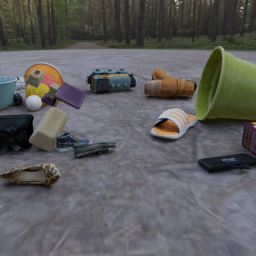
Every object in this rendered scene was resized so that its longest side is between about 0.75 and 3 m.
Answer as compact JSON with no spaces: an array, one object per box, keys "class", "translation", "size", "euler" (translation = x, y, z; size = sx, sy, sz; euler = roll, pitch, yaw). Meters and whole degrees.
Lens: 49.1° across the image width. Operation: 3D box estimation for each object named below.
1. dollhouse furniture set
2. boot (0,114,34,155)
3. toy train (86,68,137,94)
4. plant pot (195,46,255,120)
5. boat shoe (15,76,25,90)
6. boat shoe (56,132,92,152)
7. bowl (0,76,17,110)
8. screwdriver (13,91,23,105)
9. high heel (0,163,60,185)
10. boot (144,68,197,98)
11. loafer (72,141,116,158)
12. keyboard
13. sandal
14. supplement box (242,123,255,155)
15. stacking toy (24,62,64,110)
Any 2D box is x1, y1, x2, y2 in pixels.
[{"class":"dollhouse furniture set","translation":[-2.409,-0.221,7.659],"size":[1.655,1.482,2.088],"euler":[27,47,-10]},{"class":"boot","translation":[-3.521,-0.105,7.411],"size":[1.988,0.898,2.426],"euler":[-6,27,-11]},{"class":"toy train","translation":[-0.773,-2.274,13.677],"size":[2.483,1.058,1.415],"euler":[-6,32,-22]},{"class":"plant pot","translation":[3.595,-1.192,8.976],"size":[2.180,2.371,2.371],"euler":[12,19,-2]},{"class":"boat shoe","translation":[-5.480,-2.332,14.246],"size":[0.694,0.630,1.886],"euler":[12,22,30]},{"class":"boat shoe","translation":[-1.331,0.309,6.939],"size":[0.905,0.411,0.320],"euler":[-10,22,-27]},{"class":"bowl","translation":[-5.199,-1.281,10.544],"size":[2.034,1.064,2.034],"euler":[1,19,0]},{"class":"screwdriver","translation":[-4.883,-1.420,12.067],"size":[0.409,0.392,2.813],"euler":[-40,31,-13]},{"class":"high heel","translation":[-1.808,0.899,5.127],"size":[0.844,0.423,1.185],"euler":[-8,3,-39]},{"class":"boot","translation":[2.096,-2.119,12.921],"size":[2.165,1.069,2.789],"euler":[5,21,16]},{"class":"loafer","translation":[-0.785,0.514,6.645],"size":[1.043,0.328,0.375],"euler":[-3,-12,-20]},{"class":"keyboard","translation":[2.230,0.772,6.020],"size":[1.259,0.162,0.756],"euler":[-6,14,-16]},{"class":"sandal","translation":[1.401,-0.285,8.267],"size":[0.887,0.663,2.314],"euler":[11,22,30]},{"class":"supplement box","translation":[3.372,0.361,6.471],"size":[0.787,0.611,1.426],"euler":[-3,19,-7]},{"class":"stacking toy","translation":[-3.464,-1.440,10.896],"size":[1.635,1.635,2.237],"euler":[0,34,-1]}]
